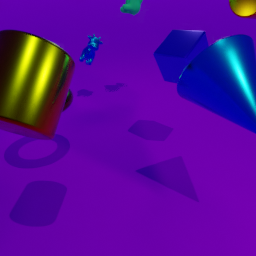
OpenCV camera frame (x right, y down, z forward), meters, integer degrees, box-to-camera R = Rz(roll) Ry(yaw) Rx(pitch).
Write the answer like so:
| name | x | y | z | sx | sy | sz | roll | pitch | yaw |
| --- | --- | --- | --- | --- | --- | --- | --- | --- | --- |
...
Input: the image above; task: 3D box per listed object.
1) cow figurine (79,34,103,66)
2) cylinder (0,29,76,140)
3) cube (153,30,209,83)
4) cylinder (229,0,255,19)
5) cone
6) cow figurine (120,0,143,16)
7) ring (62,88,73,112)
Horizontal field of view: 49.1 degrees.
| name | x | y | z | sx | sy | sz | roll | pitch | yaw |
| --- | --- | --- | --- | --- | --- | --- | --- | --- | --- |
| cow figurine | -1.245 | -2.583 | 9.253 | 0.547 | 0.980 | 0.996 | 23 | 7 | -19 |
| cylinder | -1.119 | -0.419 | 3.021 | 0.899 | 0.899 | 0.899 | 13 | -13 | 3 |
| cube | 1.203 | -1.523 | 6.073 | 0.829 | 0.829 | 0.829 | 20 | 65 | 40 |
| cylinder | 3.976 | -4.014 | 8.558 | 1.276 | 1.276 | 1.276 | -14 | 31 | -38 |
| cone | 1.619 | -0.376 | 4.059 | 1.339 | 1.339 | 1.344 | -14 | 60 | -24 |
| cow figurine | 0.309 | -3.865 | 8.377 | 1.003 | 1.019 | 0.559 | 3 | 4 | -17 |
| ring | -1.977 | -0.552 | 5.821 | 1.675 | 0.335 | 1.675 | -4 | 28 | 2 |
